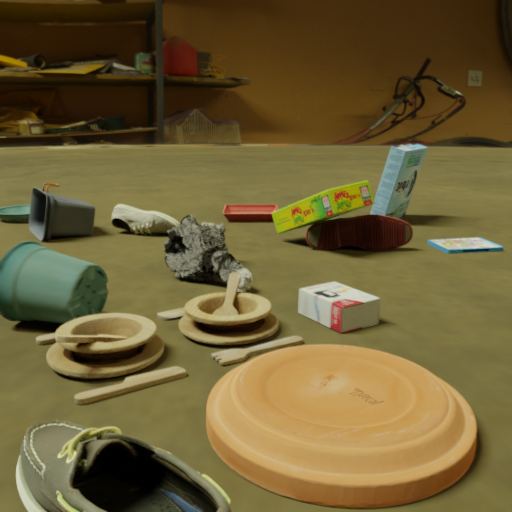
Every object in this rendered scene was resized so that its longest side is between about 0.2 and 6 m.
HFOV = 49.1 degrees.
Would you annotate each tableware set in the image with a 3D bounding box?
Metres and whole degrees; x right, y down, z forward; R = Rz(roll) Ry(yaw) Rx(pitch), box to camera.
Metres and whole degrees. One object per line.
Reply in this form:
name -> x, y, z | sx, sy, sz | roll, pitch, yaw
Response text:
tableware set -> -1.011, 0.757, 6.586 | 2.805, 0.562, 1.854 | -9, 17, -32

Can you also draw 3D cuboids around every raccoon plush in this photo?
raccoon plush -> -0.606, 0.105, 9.388 | 2.019, 0.977, 1.352 | 43, 21, 27

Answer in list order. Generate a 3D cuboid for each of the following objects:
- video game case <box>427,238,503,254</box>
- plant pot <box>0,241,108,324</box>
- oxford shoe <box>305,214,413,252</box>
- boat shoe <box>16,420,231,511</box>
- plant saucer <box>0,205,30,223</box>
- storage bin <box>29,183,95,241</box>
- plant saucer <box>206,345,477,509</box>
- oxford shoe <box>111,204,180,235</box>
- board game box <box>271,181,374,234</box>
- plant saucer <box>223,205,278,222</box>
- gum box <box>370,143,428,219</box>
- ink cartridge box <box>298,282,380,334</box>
video game case -> 4.211, -0.210, 11.316 | 1.189, 0.106, 0.851 | -2, 14, -10
plant pot -> -2.530, 0.410, 7.111 | 1.039, 1.061, 1.061 | 10, 17, 18
oxford shoe -> 2.052, -0.513, 11.271 | 2.092, 0.737, 0.782 | 2, 11, 6
boat shoe -> -0.902, 1.474, 3.614 | 2.154, 0.644, 0.770 | 13, 19, 42
plant saucer -> -5.932, -1.077, 14.393 | 1.482, 0.266, 1.482 | 0, 15, 0
storage bin -> -4.336, -0.990, 12.555 | 1.108, 1.201, 1.650 | 3, 10, -34
plant saucer -> 0.713, 1.293, 4.913 | 2.304, 0.372, 2.304 | 0, 15, 0
oxford shoe -> -2.460, -0.693, 12.494 | 1.819, 0.684, 0.525 | 13, 59, 18
board game box -> 1.286, -0.952, 11.227 | 1.018, 0.477, 2.004 | -15, -1, -31
plant saucer -> -0.137, -1.100, 14.507 | 1.398, 0.256, 1.395 | 1, 14, -1
gum box -> 3.549, -1.810, 13.940 | 0.417, 1.874, 1.592 | 26, 25, 27
ink cartridge box -> 1.070, 0.659, 7.367 | 0.655, 0.372, 0.899 | -9, 17, -32
